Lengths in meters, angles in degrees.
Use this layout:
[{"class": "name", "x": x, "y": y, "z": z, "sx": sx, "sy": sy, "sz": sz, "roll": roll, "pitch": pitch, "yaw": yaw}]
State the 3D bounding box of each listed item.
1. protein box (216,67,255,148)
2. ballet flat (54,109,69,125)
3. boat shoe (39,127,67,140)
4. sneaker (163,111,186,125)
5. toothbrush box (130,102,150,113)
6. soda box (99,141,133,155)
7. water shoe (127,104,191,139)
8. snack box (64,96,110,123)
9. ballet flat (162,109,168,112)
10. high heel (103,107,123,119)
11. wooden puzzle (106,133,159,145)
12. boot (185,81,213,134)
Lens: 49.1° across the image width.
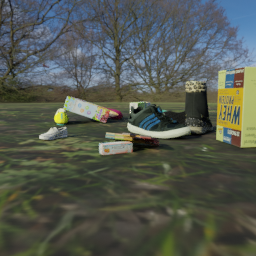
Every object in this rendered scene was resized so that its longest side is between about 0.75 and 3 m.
[{"class": "protein box", "x": 3.802, "y": -0.607, "z": 7.967, "sx": 2.066, "sy": 2.082, "sz": 1.404, "roll": -1, "pitch": 7, "yaw": -10}, {"class": "ballet flat", "x": -3.228, "y": -0.587, "z": 13.643, "sx": 0.716, "sy": 0.719, "sz": 2.145, "roll": -3, "pitch": 7, "yaw": -14}, {"class": "boat shoe", "x": -2.338, "y": 0.154, "z": 8.861, "sx": 0.388, "sy": 0.354, "sz": 1.078, "roll": 9, "pitch": 10, "yaw": 36}, {"class": "sneaker", "x": 1.928, "y": -0.233, "z": 11.750, "sx": 2.159, "sy": 0.774, "sz": 0.894, "roll": -5, "pitch": -19, "yaw": -32}, {"class": "toothbrush box", "x": 0.700, "y": -0.968, "z": 15.807, "sx": 0.574, "sy": 0.970, "sz": 1.333, "roll": 5, "pitch": 8, "yaw": 34}, {"class": "soda box", "x": -0.288, "y": 0.474, "z": 6.709, "sx": 0.782, "sy": 0.248, "sz": 0.267, "roll": -2, "pitch": 7, "yaw": -25}, {"class": "water shoe", "x": 0.901, "y": -0.273, "z": 9.466, "sx": 0.972, "sy": 1.073, "sz": 2.719, "roll": -6, "pitch": 9, "yaw": -40}, {"class": "snack box", "x": -2.132, "y": -0.971, "z": 14.285, "sx": 2.176, "sy": 0.736, "sz": 1.835, "roll": 20, "pitch": 2, "yaw": -12}, {"class": "ballet flat", "x": 1.212, "y": -0.547, "z": 13.643, "sx": 2.070, "sy": 0.704, "sz": 0.708, "roll": 0, "pitch": -3, "yaw": 0}, {"class": "high heel", "x": -1.323, "y": -0.893, "z": 16.059, "sx": 2.073, "sy": 0.699, "sz": 0.996, "roll": 5, "pitch": -3, "yaw": 11}, {"class": "wooden puzzle", "x": 0.151, "y": 0.296, "z": 7.257, "sx": 1.186, "sy": 0.140, "sz": 1.999, "roll": 5, "pitch": -6, "yaw": 14}, {"class": "boot", "x": 2.674, "y": -0.791, "z": 10.421, "sx": 0.896, "sy": 1.875, "sz": 2.482, "roll": 3, "pitch": 7, "yaw": 25}]
